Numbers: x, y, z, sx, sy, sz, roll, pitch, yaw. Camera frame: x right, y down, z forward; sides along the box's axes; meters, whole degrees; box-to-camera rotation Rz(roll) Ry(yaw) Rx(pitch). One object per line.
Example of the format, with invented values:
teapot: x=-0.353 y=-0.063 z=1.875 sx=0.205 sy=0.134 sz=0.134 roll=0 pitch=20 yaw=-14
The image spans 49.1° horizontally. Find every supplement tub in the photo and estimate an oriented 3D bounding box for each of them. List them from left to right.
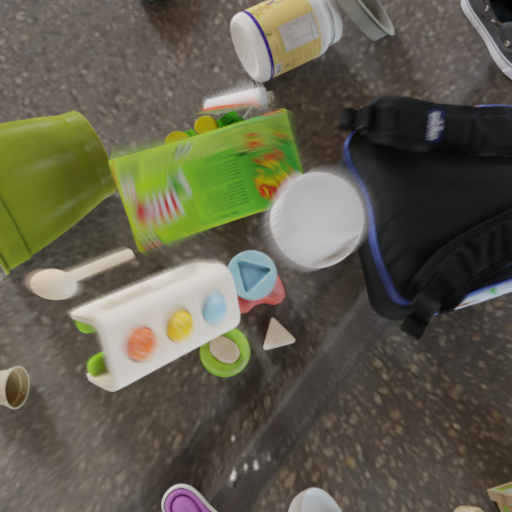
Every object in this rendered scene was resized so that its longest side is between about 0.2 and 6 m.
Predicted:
supplement tub: x=0.608 y=-4.497 z=11.265 sx=1.918 sy=1.394 sz=1.394 roll=-28 pitch=74 yaw=-9

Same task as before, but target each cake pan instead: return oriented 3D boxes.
cake pan: x=2.032 y=-5.244 z=11.374 sx=0.387 sy=2.107 sz=2.107 roll=-34 pitch=70 yaw=31

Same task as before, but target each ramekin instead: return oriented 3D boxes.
ramekin: x=0.794 y=-0.498 z=7.950 sx=1.312 sy=0.611 sz=1.312 roll=-1 pitch=93 yaw=-13

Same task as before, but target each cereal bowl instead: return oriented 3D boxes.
cereal bowl: x=0.901 y=4.255 z=8.537 sx=0.531 sy=1.275 sz=1.275 roll=-38 pitch=73 yaw=23

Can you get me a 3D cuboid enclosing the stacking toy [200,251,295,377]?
stacking toy: x=-0.399 y=0.964 z=9.711 sx=2.092 sy=0.884 sz=1.894 roll=-24 pitch=73 yaw=-7

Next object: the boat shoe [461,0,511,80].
boat shoe: x=5.378 y=-4.735 z=11.550 sx=1.037 sy=0.982 sz=2.966 roll=-23 pitch=73 yaw=-7

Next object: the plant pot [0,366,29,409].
plant pot: x=-4.321 y=2.220 z=9.452 sx=0.645 sy=0.705 sz=0.705 roll=-2 pitch=71 yaw=10

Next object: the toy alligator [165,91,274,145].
toy alligator: x=-0.738 y=-2.180 z=10.751 sx=2.999 sy=0.889 sz=0.814 roll=-30 pitch=74 yaw=-10

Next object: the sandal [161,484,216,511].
sandal: x=-0.645 y=4.476 z=8.723 sx=2.147 sy=0.528 sz=0.874 roll=35 pitch=77 yaw=9

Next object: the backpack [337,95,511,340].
backpack: x=3.339 y=-0.723 z=9.269 sx=3.528 sy=2.853 sz=3.704 roll=-13 pitch=80 yaw=1

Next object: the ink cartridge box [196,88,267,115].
ink cartridge box: x=-0.445 y=-2.793 z=10.083 sx=1.045 sy=1.285 sz=0.367 roll=-8 pitch=97 yaw=17

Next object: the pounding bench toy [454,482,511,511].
pounding bench toy: x=4.324 y=4.385 z=8.253 sx=2.400 sy=1.491 sz=1.872 roll=-15 pitch=73 yaw=-5

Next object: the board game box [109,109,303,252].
board game box: x=-0.728 y=-1.216 z=8.944 sx=2.841 sy=0.676 sz=1.443 roll=-19 pitch=100 yaw=-9

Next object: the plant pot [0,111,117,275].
plant pot: x=-3.893 y=-1.343 z=9.864 sx=2.427 sy=2.521 sz=2.521 roll=-31 pitch=74 yaw=-22

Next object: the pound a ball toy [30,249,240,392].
pound a ball toy: x=-1.460 y=0.669 z=7.557 sx=2.557 sy=1.086 sz=1.667 roll=-23 pitch=110 yaw=-42
